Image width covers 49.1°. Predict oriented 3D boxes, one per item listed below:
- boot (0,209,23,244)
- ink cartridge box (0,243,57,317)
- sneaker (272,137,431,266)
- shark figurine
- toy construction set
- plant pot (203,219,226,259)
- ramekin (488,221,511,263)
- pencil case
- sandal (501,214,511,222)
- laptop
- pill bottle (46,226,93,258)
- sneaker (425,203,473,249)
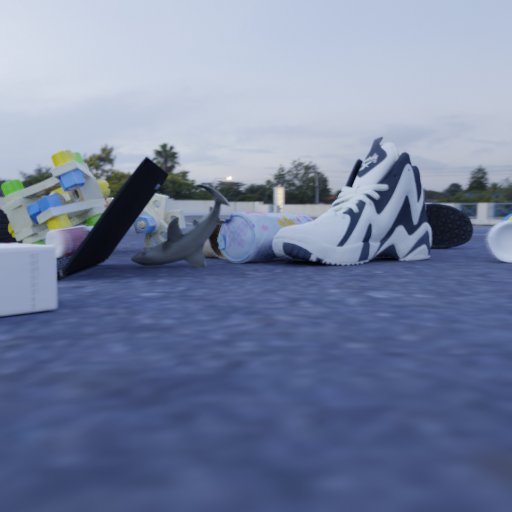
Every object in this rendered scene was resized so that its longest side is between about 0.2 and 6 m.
[{"bbox_3d":[-5.933,-0.450,11.708,1.793,0.950,2.723,-3,-8,9],"label":"boot"},{"bbox_3d":[-2.085,0.169,3.858,1.148,0.482,0.835,-4,5,-44],"label":"ink cartridge box"},{"bbox_3d":[1.547,-0.880,8.689,3.015,1.962,1.204,-2,3,-27],"label":"sneaker"},{"bbox_3d":[-0.778,-0.221,7.601,1.652,0.689,0.987,-39,-29,22],"label":"shark figurine"},{"bbox_3d":[-3.101,-0.880,10.552,2.459,1.728,3.750,-24,-14,22],"label":"toy construction set"},{"bbox_3d":[-0.750,-0.231,9.574,0.686,0.686,0.628,-3,-6,-43],"label":"plant pot"},{"bbox_3d":[3.854,-0.235,8.506,0.632,0.632,0.308,1,11,9],"label":"ramekin"},{"bbox_3d":[0.234,-0.285,8.986,1.828,0.760,0.829,-5,-25,-48],"label":"pencil case"},{"bbox_3d":[4.986,-0.295,9.292,2.164,0.860,0.942,7,-2,-10],"label":"sandal"},{"bbox_3d":[-2.509,-0.461,6.986,2.623,1.354,2.324,0,3,-3],"label":"laptop"},{"bbox_3d":[-2.803,-0.231,8.683,0.443,0.443,0.775,3,12,39],"label":"pill bottle"},{"bbox_3d":[3.538,-0.707,13.196,2.905,1.042,1.203,1,4,15],"label":"sneaker"}]
